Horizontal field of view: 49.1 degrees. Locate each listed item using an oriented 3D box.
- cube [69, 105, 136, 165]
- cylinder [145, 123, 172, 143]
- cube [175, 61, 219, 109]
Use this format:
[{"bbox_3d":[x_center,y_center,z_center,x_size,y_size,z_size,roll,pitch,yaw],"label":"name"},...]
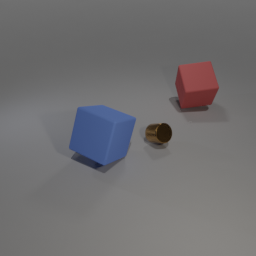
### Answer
[{"bbox_3d":[-0.792,0.160,8.908,1.400,1.400,1.400,22,16,23],"label":"cube"},{"bbox_3d":[1.069,0.181,9.800,0.700,0.700,0.700,-17,7,-27],"label":"cylinder"},{"bbox_3d":[2.936,-1.847,12.166,1.400,1.400,1.400,-8,65,-1],"label":"cube"}]
